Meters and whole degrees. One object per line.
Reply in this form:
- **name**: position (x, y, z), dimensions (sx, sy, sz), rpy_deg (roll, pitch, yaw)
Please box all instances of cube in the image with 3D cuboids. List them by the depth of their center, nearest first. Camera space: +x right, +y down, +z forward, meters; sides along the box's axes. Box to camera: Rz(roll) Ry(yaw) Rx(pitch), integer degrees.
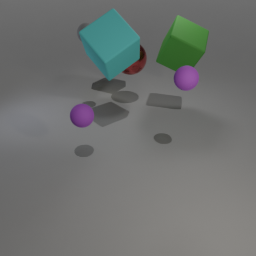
- **cube**: position (-0.565, -2.734, 9.352), dimensions (1.400, 1.400, 1.400), rpy_deg (-38, 78, -7)
- **cube**: position (2.110, -3.168, 10.881), dimensions (1.400, 1.400, 1.400), rpy_deg (24, 54, -6)

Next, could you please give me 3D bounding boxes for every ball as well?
- **ball**: position (1.648, -1.407, 7.925), dimensions (0.700, 0.700, 0.700), rpy_deg (0, 30, 0)
- **ball**: position (-1.342, -0.358, 8.177), dimensions (0.700, 0.700, 0.700), rpy_deg (0, 30, 0)
- **ball**: position (-1.453, -3.362, 9.927), dimensions (0.700, 0.700, 0.700), rpy_deg (0, 30, 0)
- **ball**: position (0.104, -2.981, 11.972), dimensions (1.400, 1.400, 1.400), rpy_deg (0, 30, 0)
